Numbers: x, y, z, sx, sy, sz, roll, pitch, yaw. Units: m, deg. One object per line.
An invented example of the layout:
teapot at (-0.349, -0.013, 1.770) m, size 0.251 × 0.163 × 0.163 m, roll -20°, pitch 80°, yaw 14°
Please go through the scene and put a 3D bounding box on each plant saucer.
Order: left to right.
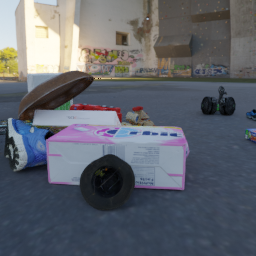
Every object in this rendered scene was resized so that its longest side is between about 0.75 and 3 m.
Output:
plant saucer at (-2.054, -0.960, 7.836) m, size 2.368 × 0.408 × 2.368 m, roll -32°, pitch 1°, yaw 1°

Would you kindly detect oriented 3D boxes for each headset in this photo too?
headset at (4.566, -1.312, 14.108) m, size 1.712 × 1.303 × 2.773 m, roll 2°, pitch 1°, yaw 15°

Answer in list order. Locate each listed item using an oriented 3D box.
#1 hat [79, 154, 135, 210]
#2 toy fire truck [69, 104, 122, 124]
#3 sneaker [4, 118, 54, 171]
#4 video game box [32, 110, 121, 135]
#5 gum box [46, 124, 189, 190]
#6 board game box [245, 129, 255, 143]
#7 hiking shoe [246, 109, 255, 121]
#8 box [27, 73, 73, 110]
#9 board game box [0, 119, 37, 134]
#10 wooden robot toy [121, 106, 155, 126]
hat at (-0.328, 1.036, 5.078) m, size 1.084 × 0.437 × 1.084 m, roll -10°, pitch 53°, yaw 14°
toy fire truck at (-1.333, -0.457, 11.168) m, size 2.961 × 0.722 × 2.088 m, roll 8°, pitch 11°, yaw 24°
sneaker at (-2.575, 0.416, 7.331) m, size 1.136 × 1.001 × 2.548 m, roll 3°, pitch 16°, yaw -31°
video game box at (-1.330, -0.027, 8.212) m, size 2.207 × 0.517 × 2.011 m, roll 1°, pitch -11°, yaw 4°
gum box at (-0.083, 0.543, 6.224) m, size 2.921 × 0.966 × 1.657 m, roll 2°, pitch 12°, yaw 8°
board game box at (4.956, 0.293, 8.926) m, size 1.910 × 0.329 × 1.293 m, roll -1°, pitch 12°, yaw -5°
hiking shoe at (5.840, -0.655, 12.990) m, size 0.413 × 0.481 × 1.109 m, roll -1°, pitch 12°, yaw -3°
box at (-3.725, -1.568, 13.371) m, size 1.801 × 2.092 × 2.103 m, roll -6°, pitch 13°, yaw -24°
board game box at (-4.119, -0.096, 10.813) m, size 2.180 × 0.307 × 1.475 m, roll -4°, pitch 13°, yaw -21°
wooden robot toy at (0.541, -0.214, 10.223) m, size 0.976 × 0.948 × 2.151 m, roll 17°, pitch 19°, yaw 23°
